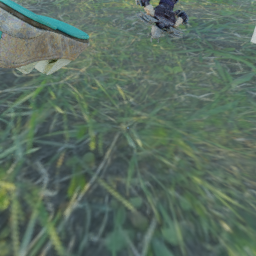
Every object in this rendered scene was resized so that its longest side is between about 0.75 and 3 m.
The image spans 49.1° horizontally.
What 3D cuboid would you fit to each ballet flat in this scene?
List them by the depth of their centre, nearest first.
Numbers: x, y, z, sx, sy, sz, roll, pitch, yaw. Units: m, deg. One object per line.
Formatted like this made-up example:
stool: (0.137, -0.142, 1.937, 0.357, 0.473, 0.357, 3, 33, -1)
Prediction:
ballet flat: (-1.348, -1.285, 4.335, 0.908, 0.897, 2.667, 30, 15, 4)

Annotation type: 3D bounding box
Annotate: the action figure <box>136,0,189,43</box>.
action figure: (1.020, -3.243, 6.934, 1.521, 2.337, 0.811, 15, 10, -33)

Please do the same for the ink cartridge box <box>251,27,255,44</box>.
ink cartridge box: (3.384, -2.293, 4.708, 0.722, 2.335, 2.879, 8, 25, -6)
